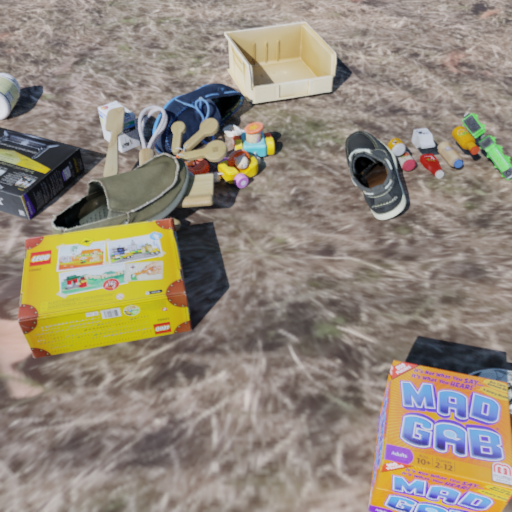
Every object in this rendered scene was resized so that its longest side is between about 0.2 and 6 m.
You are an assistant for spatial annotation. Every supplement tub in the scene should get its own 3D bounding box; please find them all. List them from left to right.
[{"bbox_3d":[-6.782,-4.225,14.793,0.853,0.853,1.177,0,44,0],"label":"supplement tub"}]

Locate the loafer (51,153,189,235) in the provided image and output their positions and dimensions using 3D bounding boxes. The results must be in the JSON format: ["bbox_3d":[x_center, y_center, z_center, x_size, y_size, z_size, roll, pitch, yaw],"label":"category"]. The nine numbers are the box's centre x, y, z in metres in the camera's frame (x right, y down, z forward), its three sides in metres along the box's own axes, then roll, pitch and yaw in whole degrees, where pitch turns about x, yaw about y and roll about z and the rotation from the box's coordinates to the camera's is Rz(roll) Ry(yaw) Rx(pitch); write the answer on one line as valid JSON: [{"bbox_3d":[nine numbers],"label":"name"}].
[{"bbox_3d":[-2.615,-1.042,10.856,3.090,1.076,1.162,-42,58,-17],"label":"loafer"}]

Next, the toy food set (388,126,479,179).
[{"bbox_3d":[4.011,-2.308,12.762,1.877,0.896,0.845,-9,44,-10],"label":"toy food set"}]

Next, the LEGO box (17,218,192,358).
[{"bbox_3d":[-2.593,0.486,9.739,2.660,1.026,1.981,-8,44,-9],"label":"LEGO box"}]

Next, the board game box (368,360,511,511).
[{"bbox_3d":[2.355,2.510,7.310,1.467,1.468,1.469,9,45,11],"label":"board game box"}]

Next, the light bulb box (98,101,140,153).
[{"bbox_3d":[-3.340,-3.151,13.654,0.553,0.885,0.878,-31,53,-29],"label":"light bulb box"}]

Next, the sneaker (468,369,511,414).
[{"bbox_3d":[3.968,2.007,8.179,1.887,0.827,0.714,4,74,6],"label":"sneaker"}]

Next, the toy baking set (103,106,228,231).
[{"bbox_3d":[-2.172,-2.017,12.151,3.527,0.410,2.707,20,71,22],"label":"toy baking set"}]

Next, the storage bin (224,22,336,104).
[{"bbox_3d":[0.645,-5.470,15.874,2.499,1.171,2.480,-12,45,-13],"label":"storage bin"}]

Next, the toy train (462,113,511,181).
[{"bbox_3d":[5.274,-2.465,12.635,1.830,0.382,0.516,53,27,1],"label":"toy train"}]

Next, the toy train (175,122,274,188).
[{"bbox_3d":[-0.765,-2.524,13.091,2.052,0.760,2.732,23,49,22],"label":"toy train"}]

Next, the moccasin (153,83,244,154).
[{"bbox_3d":[-1.334,-3.514,13.717,1.084,1.279,3.179,12,46,24],"label":"moccasin"}]

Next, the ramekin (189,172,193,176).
[{"bbox_3d":[-1.718,-1.491,12.195,0.817,0.429,0.817,-5,39,4],"label":"ramekin"}]

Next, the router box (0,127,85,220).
[{"bbox_3d":[-5.507,-1.928,12.527,2.540,0.663,1.997,17,46,17],"label":"router box"}]

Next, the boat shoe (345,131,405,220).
[{"bbox_3d":[2.484,-2.011,12.238,1.001,0.942,2.787,-32,39,21],"label":"boat shoe"}]
